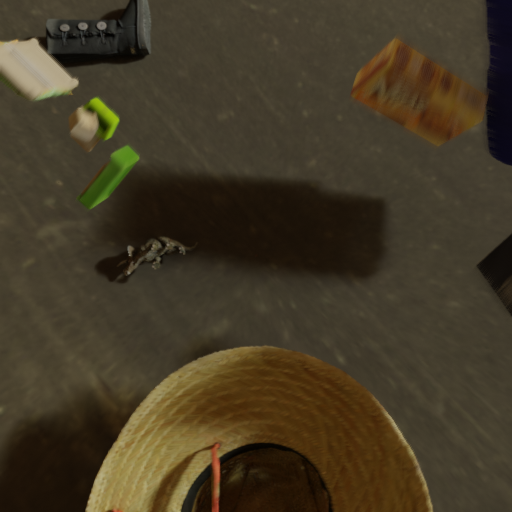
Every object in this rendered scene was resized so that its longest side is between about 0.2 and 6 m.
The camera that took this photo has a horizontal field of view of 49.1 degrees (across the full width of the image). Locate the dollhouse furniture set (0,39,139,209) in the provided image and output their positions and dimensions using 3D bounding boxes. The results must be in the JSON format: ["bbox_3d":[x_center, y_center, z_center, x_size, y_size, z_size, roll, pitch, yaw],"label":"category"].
[{"bbox_3d":[-2.151,-1.432,6.008,1.814,0.700,0.907,44,26,-9],"label":"dollhouse furniture set"}]

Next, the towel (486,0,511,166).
[{"bbox_3d":[4.365,-2.598,7.797,0.773,3.120,2.304,-35,40,-24],"label":"towel"}]

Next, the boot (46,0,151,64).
[{"bbox_3d":[-3.360,-4.920,11.954,2.105,0.691,1.735,-6,61,2],"label":"boot"}]

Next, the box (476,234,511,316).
[{"bbox_3d":[3.018,0.433,5.764,1.060,0.633,1.078,34,25,-20],"label":"box"}]

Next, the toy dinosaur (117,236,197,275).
[{"bbox_3d":[-1.666,-0.138,9.547,1.376,0.529,0.704,-30,33,-28],"label":"toy dinosaur"}]

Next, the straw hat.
[{"bbox_3d":[0.070,3.332,7.085,4.269,1.807,4.269,-6,70,17],"label":"straw hat"}]

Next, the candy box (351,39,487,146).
[{"bbox_3d":[2.515,-2.479,8.694,1.793,1.035,0.496,25,68,-16],"label":"candy box"}]
